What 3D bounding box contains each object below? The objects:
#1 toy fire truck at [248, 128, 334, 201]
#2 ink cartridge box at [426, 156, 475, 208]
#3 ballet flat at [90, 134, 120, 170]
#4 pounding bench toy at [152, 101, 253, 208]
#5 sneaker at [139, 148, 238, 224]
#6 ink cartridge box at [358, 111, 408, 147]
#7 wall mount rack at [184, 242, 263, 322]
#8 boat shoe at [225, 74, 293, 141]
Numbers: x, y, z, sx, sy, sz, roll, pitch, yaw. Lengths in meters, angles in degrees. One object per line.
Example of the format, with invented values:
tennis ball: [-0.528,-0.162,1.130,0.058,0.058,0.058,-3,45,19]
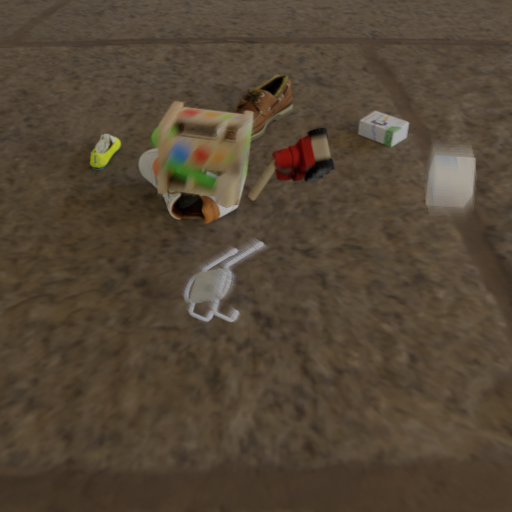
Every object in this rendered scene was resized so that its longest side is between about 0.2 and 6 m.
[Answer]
toy fire truck: [0.565,-1.705,10.946,1.659,1.067,1.460,-11,0,-7]
ink cartridge box: [3.304,-1.243,9.617,0.662,1.030,0.645,6,83,12]
ballet flat: [-4.011,-2.907,14.888,0.547,0.549,1.638,4,39,4]
pounding bench toy: [-1.189,-1.928,11.260,1.890,1.505,2.423,8,34,1]
sneaker: [-1.885,-1.615,12.868,2.963,1.079,1.254,26,49,31]
ink cartridge box: [3.566,-3.577,15.759,1.131,0.495,0.822,29,48,33]
wall mount rack: [-0.586,0.401,9.891,0.648,1.738,1.510,25,73,-26]
boat shoe: [-0.063,-4.293,16.129,1.192,1.127,3.315,20,43,23]
